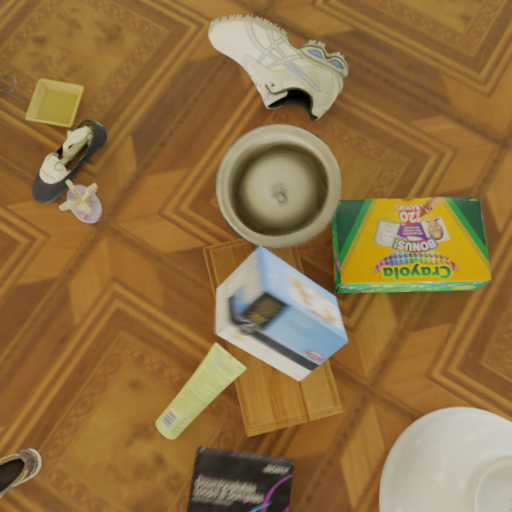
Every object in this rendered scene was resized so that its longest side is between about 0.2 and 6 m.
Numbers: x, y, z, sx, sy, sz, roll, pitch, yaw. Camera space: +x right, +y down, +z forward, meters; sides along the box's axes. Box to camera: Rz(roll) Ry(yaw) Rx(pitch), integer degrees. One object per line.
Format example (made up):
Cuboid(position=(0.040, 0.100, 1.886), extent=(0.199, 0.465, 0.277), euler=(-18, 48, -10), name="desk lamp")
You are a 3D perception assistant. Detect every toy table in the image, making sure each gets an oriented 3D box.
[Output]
Cuboid(position=(-3.406, -1.078, 10.893), extent=(0.875, 0.512, 0.804), euler=(41, 78, 10), name="toy table")

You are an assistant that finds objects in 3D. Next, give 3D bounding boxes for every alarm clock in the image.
Cuboid(position=(-5.897, -3.450, 11.526), extent=(1.921, 0.639, 1.296), euler=(-5, 73, 1), name="alarm clock")

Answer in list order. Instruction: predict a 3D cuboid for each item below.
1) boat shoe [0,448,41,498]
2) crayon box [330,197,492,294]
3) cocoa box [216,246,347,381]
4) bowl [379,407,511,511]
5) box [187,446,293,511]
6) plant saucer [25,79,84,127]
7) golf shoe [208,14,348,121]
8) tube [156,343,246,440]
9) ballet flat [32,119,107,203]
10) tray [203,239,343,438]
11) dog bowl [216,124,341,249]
Cuboid(position=(-4.552, 3.891, 9.405), extent=(1.835, 0.546, 0.659), euler=(-30, 76, -8), name="boat shoe")
Cuboid(position=(2.804, -0.188, 10.466), extent=(2.741, 0.798, 1.628), euler=(-2, 74, 0), name="crayon box")
Cuboid(position=(0.379, 0.915, 8.774), extent=(1.727, 1.152, 1.133), euler=(34, 116, -24), name="cocoa box")
Cuboid(position=(3.726, 3.947, 8.650), extent=(3.329, 1.496, 3.329), euler=(2, 67, -5), name="bowl")
Cuboid(position=(-0.348, 4.415, 9.123), extent=(1.656, 0.418, 2.316), euler=(8, 78, -3), name="box")
Cuboid(position=(-4.145, -3.125, 11.637), extent=(0.991, 0.240, 0.991), euler=(11, 73, 3), name="plant saucer")
Cuboid(position=(0.263, -3.814, 11.407), extent=(3.050, 1.194, 1.483), euler=(23, 81, 8), name="golf shoe")
Cuboid(position=(-0.989, 2.365, 9.629), extent=(1.792, 0.520, 0.465), euler=(-50, 45, 7), name="tube")
Cuboid(position=(-3.768, -1.930, 11.054), extent=(0.734, 0.734, 2.009), euler=(37, 77, 10), name="ballet flat")
Cuboid(position=(0.251, 1.318, 10.133), extent=(1.695, 0.636, 3.437), euler=(-14, 73, -4), name="tray")
Cuboid(position=(0.416, -1.172, 9.924), extent=(2.165, 0.798, 2.165), euler=(-1, 85, 8), name="dog bowl")
